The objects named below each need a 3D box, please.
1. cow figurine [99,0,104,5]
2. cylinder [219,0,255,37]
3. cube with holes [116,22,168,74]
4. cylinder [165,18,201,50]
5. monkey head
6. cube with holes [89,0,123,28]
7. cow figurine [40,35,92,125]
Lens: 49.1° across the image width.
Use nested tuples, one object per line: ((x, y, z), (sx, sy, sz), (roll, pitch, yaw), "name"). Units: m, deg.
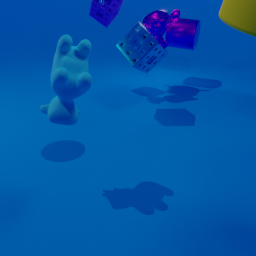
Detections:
((-0.418, -4.401, 8.127), (1.482, 1.458, 0.813), (-10, 32, -14), "cow figurine")
((1.881, -1.776, 3.376), (1.181, 1.181, 1.181), (9, 36, -7), "cylinder")
((0.402, -2.168, 7.705), (0.862, 0.862, 0.862), (54, 20, 17), "cube with holes")
((2.068, -3.546, 10.533), (1.075, 1.075, 1.075), (14, 32, 19), "cylinder")
((1.027, -3.362, 9.629), (1.696, 1.220, 1.022), (-16, 27, 34), "monkey head")
((-0.728, -3.934, 9.164), (0.729, 0.729, 0.729), (35, 70, -5), "cube with holes")
((-0.993, -0.700, 4.549), (0.696, 1.268, 1.248), (7, -19, -23), "cow figurine")
